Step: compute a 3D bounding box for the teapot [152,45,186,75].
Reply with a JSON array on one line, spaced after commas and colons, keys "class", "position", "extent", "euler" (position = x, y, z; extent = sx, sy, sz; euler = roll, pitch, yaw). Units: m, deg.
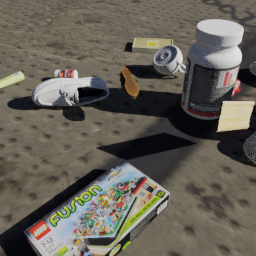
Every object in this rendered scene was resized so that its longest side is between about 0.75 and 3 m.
[{"class": "teapot", "position": [1.728, -2.677, 11.568], "extent": [1.310, 0.969, 1.327], "euler": [-18, 53, 23]}]

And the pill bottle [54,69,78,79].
[{"class": "pill bottle", "position": [-2.467, -2.088, 11.166], "extent": [0.835, 0.477, 0.477], "euler": [4, 39, 5]}]

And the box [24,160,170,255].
[{"class": "box", "position": [-0.577, 1.975, 6.166], "extent": [1.576, 0.497, 2.863], "euler": [31, 49, 33]}]

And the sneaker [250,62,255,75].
[{"class": "sneaker", "position": [5.884, -2.252, 11.177], "extent": [0.805, 0.726, 1.964], "euler": [-22, 44, -18]}]

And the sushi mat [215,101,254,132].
[{"class": "sushi mat", "position": [2.771, -0.308, 7.186], "extent": [1.610, 0.770, 0.097], "euler": [-4, 16, -40]}]

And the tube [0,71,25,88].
[{"class": "tube", "position": [-4.785, -1.785, 10.945], "extent": [1.436, 0.417, 0.373], "euler": [-33, 87, -30]}]

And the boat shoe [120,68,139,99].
[{"class": "boat shoe", "position": [0.020, -1.327, 8.752], "extent": [0.437, 0.437, 1.242], "euler": [2, 50, -19]}]

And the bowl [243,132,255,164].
[{"class": "bowl", "position": [4.150, 0.423, 7.860], "extent": [1.585, 0.744, 1.585], "euler": [-2, 39, 1]}]

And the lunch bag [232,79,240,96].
[{"class": "lunch bag", "position": [3.813, -1.575, 10.597], "extent": [0.864, 0.402, 0.981], "euler": [25, 46, 28]}]

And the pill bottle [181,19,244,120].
[{"class": "pill bottle", "position": [2.660, -1.819, 8.967], "extent": [1.639, 2.829, 1.639], "euler": [0, 39, 0]}]

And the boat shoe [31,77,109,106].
[{"class": "boat shoe", "position": [-1.946, -1.215, 9.713], "extent": [2.652, 0.976, 0.867], "euler": [-16, 38, -17]}]

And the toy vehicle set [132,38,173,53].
[{"class": "toy vehicle set", "position": [1.227, -4.039, 13.731], "extent": [1.950, 0.258, 1.211], "euler": [5, 39, 6]}]
